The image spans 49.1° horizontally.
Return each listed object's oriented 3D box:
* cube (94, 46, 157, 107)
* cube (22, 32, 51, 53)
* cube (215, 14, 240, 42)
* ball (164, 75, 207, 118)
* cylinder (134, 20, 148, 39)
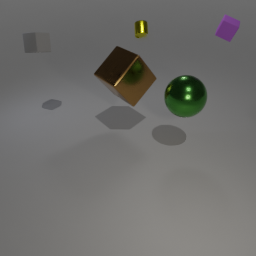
[{"bbox_3d":[-0.097,-1.909,10.345,1.400,1.400,1.400,-51,47,-2],"label":"cube"},{"bbox_3d":[-3.389,-3.177,10.432,0.700,0.700,0.700,7,18,28],"label":"cube"},{"bbox_3d":[4.115,-4.126,11.575,0.700,0.700,0.700,26,45,3],"label":"cube"},{"bbox_3d":[1.896,-1.040,9.249,1.400,1.400,1.400,0,31,0],"label":"ball"},{"bbox_3d":[0.685,-5.083,14.472,0.700,0.700,0.700,-2,-7,0],"label":"cylinder"}]
